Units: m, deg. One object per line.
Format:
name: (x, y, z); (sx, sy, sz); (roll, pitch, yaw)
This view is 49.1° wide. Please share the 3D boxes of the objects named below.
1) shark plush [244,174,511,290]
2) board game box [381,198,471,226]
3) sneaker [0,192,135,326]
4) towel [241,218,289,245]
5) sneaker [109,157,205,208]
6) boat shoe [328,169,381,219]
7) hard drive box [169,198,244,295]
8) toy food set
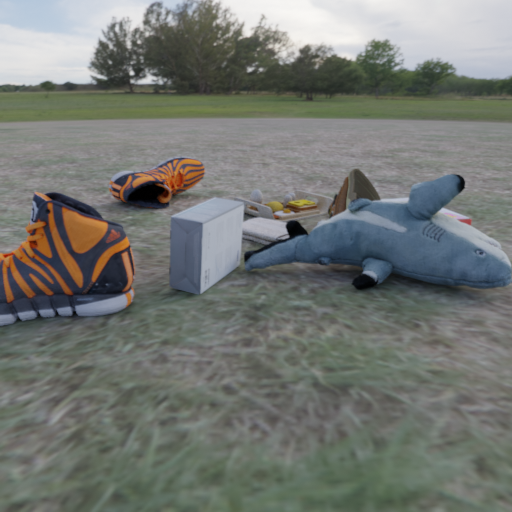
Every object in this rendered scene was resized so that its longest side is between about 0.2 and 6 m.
shark plush: (2.043, -0.213, 9.983); (4.503, 2.046, 1.876); (5, 48, 1)
board game box: (3.623, -0.887, 13.482); (1.866, 0.492, 2.439); (-5, 18, -14)
sneaker: (-3.598, -0.027, 8.510); (3.365, 1.885, 1.305); (-6, 19, -18)
towel: (0.214, -0.575, 12.849); (1.711, 0.295, 1.134); (15, 22, 40)
sneaker: (-2.583, -2.017, 16.326); (3.058, 1.186, 1.713); (-22, 31, -28)
boat shoe: (2.090, -1.075, 12.597); (1.036, 1.097, 3.048); (-38, 9, 27)
hard drive box: (-0.860, -0.227, 10.059); (0.640, 1.300, 1.667); (12, 20, 20)
toy food set: (0.736, -1.451, 14.950); (2.221, 0.671, 1.594); (-13, 22, -35)
